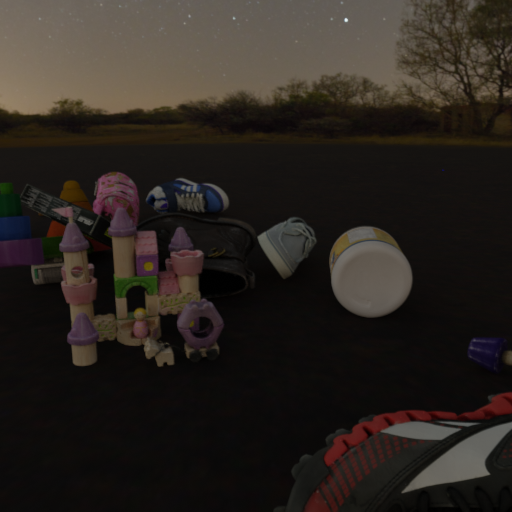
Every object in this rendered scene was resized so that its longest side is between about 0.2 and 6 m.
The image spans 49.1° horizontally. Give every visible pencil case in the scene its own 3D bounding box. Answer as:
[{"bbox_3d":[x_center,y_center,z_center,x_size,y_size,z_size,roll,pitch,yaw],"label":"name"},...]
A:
[{"bbox_3d":[-3.467,-1.334,13.884,1.088,1.041,2.516,-16,24,-8],"label":"pencil case"}]

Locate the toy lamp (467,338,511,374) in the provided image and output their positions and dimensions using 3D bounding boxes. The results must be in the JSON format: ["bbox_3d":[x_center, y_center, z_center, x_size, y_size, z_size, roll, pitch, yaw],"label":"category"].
[{"bbox_3d":[2.997,1.176,5.950,1.427,0.415,0.415,13,19,39],"label":"toy lamp"}]

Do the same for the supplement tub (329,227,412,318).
[{"bbox_3d":[1.661,0.176,8.368,1.106,1.106,1.529,1,14,6],"label":"supplement tub"}]

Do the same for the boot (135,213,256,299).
[{"bbox_3d":[-1.233,0.025,9.462,2.690,0.931,2.342,-4,21,10],"label":"boot"}]

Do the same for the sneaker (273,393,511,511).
[{"bbox_3d":[1.403,1.527,3.552,2.521,0.891,1.232,-4,13,-22],"label":"sneaker"}]

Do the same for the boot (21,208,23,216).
[{"bbox_3d":[-5.994,-0.562,12.044,1.693,0.898,2.572,-8,5,-16],"label":"boot"}]

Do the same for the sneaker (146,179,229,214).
[{"bbox_3d":[-2.025,-1.457,15.552,2.153,0.867,1.577,21,39,32],"label":"sneaker"}]

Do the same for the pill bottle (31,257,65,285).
[{"bbox_3d":[-3.334,0.234,9.407,0.767,0.434,0.434,-5,15,-11],"label":"pill bottle"}]

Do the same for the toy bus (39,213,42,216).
[{"bbox_3d":[-5.854,-1.336,15.747,0.260,0.313,0.800,0,15,1],"label":"toy bus"}]

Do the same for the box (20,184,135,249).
[{"bbox_3d":[-2.834,-0.519,9.456,1.689,0.401,1.631,22,-5,24],"label":"box"}]

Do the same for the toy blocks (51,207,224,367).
[{"bbox_3d":[-1.510,0.218,7.023,1.880,1.694,2.012,-4,15,-15],"label":"toy blocks"}]

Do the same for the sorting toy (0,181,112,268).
[{"bbox_3d":[-3.539,-0.669,9.647,1.458,1.448,4.205,-5,4,-2],"label":"sorting toy"}]

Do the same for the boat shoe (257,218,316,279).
[{"bbox_3d":[0.625,-0.292,10.143,0.862,0.845,2.422,-33,8,12],"label":"boat shoe"}]
